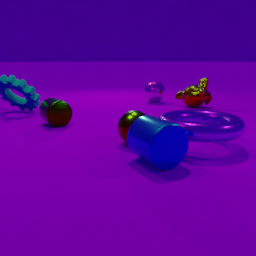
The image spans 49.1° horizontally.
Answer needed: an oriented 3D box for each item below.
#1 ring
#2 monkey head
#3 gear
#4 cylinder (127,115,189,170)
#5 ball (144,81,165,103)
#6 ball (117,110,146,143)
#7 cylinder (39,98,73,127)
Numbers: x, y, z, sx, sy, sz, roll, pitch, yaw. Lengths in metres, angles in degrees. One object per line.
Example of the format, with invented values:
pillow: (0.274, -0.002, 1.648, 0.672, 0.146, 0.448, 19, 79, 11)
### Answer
ring: (1.700, -0.090, 6.674, 2.058, 0.412, 2.058, 0, 13, 0)
monkey head: (2.815, -1.513, 11.580, 1.104, 1.318, 1.832, 9, -4, -26)
gear: (-4.091, -1.271, 10.389, 1.640, 1.640, 0.303, 6, 56, 21)
cylinder: (0.579, 0.264, 5.583, 0.907, 0.907, 0.907, -8, 17, -28)
ball: (1.214, -1.660, 12.809, 0.988, 0.988, 0.988, 0, 15, 0)
ball: (0.161, -0.013, 6.821, 0.840, 0.840, 0.840, 0, 15, 0)
cylinder: (-2.245, -0.495, 8.687, 0.807, 0.807, 0.807, -9, 18, -32)
